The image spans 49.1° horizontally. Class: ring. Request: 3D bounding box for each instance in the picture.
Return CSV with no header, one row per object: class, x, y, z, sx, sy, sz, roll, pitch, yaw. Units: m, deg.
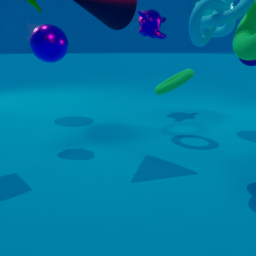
ring,1.199,-1.202,7.313,1.127,0.225,1.127,-30,10,6
ring,2.056,-1.641,3.814,0.320,1.600,1.600,32,14,-8

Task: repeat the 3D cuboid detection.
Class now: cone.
cone,-0.665,-2.617,5.707,1.214,1.214,1.219,15,26,41

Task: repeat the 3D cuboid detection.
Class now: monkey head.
monkey head,0.936,-3.691,9.986,1.130,0.947,1.571,29,27,32

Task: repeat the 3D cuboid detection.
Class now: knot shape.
knot shape,1.516,-1.855,4.599,1.085,0.536,1.160,-35,-5,31

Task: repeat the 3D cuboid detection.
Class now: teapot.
teapot,-2.463,-3.426,6.712,0.828,1.332,0.652,-24,5,9

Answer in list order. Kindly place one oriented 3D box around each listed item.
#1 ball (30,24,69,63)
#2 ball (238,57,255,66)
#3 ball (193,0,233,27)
ball,-2.619,-2.808,9.343,1.245,1.245,1.245,0,16,0
ball,4.169,-2.548,9.351,0.947,0.947,0.947,0,16,0
ball,2.382,-3.387,7.859,1.080,1.080,1.080,0,16,0
